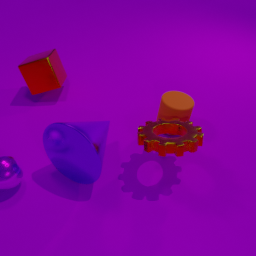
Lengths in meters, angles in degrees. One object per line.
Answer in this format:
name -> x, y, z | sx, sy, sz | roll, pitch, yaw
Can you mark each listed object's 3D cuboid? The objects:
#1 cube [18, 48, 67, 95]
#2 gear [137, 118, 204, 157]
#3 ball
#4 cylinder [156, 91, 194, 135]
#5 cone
cube -> -2.718, -1.824, 9.069 | 1.028, 1.028, 1.028 | -14, 30, 9
gear -> 0.984, 0.178, 6.613 | 1.521, 0.281, 1.521 | -2, 25, 1
ball -> -2.892, 1.049, 6.588 | 0.837, 0.837, 0.837 | 0, 44, 0
cylinder -> 1.327, -0.432, 7.986 | 0.924, 0.924, 0.924 | 5, 41, -4
cone -> -0.911, 0.219, 7.033 | 1.680, 1.680, 1.686 | 22, 39, 21
